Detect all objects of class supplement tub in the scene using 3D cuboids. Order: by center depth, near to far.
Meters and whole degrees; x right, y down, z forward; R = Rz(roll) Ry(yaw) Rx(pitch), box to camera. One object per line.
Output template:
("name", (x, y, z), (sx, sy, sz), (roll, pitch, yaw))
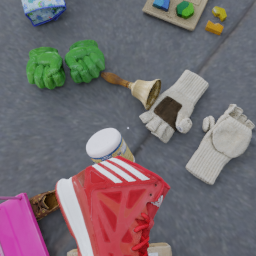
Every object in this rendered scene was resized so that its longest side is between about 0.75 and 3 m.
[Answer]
("supplement tub", (-0.299, 0.584, 5.568), (0.727, 1.005, 0.727), (-20, 34, 14))

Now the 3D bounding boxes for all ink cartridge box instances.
("ink cartridge box", (-0.139, 3.645, 6.191), (2.329, 0.875, 1.919), (-4, 71, -2))

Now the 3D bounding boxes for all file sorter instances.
("file sorter", (-3.359, 2.752, 5.888), (2.582, 1.619, 1.794), (-28, 74, 1))

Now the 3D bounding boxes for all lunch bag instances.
("lunch bag", (-2.575, -3.878, 8.631), (1.217, 0.775, 1.035), (-21, 73, 4))

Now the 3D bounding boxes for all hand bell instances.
("hand bell", (-0.020, -1.247, 7.907), (1.726, 0.898, 0.898), (26, 74, 20))

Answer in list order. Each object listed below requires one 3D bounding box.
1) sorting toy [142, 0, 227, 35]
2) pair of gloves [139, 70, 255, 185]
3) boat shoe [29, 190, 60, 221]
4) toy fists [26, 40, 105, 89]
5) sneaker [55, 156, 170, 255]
("sorting toy", (1.970, -3.987, 8.884), (2.560, 0.343, 1.907), (25, 74, 8))
("pair of gloves", (1.945, -0.131, 7.602), (2.717, 0.476, 2.310), (43, 77, 11))
("boat shoe", (-2.073, 1.864, 6.914), (1.678, 0.567, 0.604), (-22, 74, -7))
("toy fists", (-1.777, -1.791, 7.978), (2.247, 0.773, 1.145), (-11, 73, -5))
("sneaker", (0.153, 1.683, 4.268), (1.697, 1.151, 2.938), (-31, 70, -2))
